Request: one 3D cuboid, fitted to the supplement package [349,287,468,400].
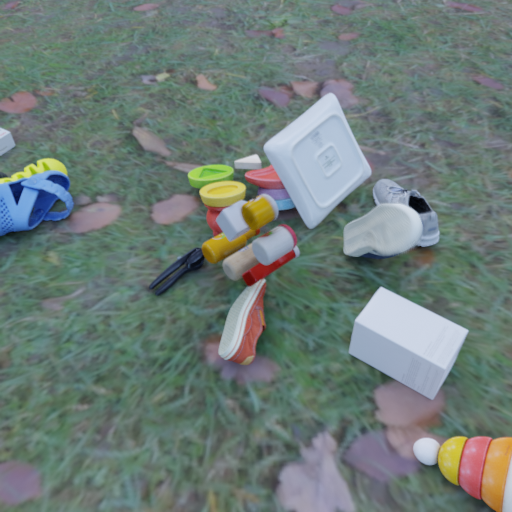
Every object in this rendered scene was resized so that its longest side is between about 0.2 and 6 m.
[{"bbox_3d":[2.478,1.422,9.269,1.574,0.954,0.942,28,53,24],"label":"supplement package"}]

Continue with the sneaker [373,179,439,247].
[{"bbox_3d":[3.196,-1.116,11.701,0.769,0.844,2.059,-17,44,-17],"label":"sneaker"}]

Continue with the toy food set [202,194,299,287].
[{"bbox_3d":[0.094,-0.339,9.720,1.188,2.640,1.260,-31,84,-26],"label":"toy food set"}]

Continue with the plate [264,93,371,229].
[{"bbox_3d":[1.409,-1.957,11.571,2.091,2.096,0.339,-41,25,-20],"label":"plate"}]

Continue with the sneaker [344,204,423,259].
[{"bbox_3d":[2.539,-0.415,10.295,1.027,2.431,0.911,4,87,-16],"label":"sneaker"}]

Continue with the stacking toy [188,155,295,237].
[{"bbox_3d":[-0.284,-1.327,12.189,2.364,0.999,2.140,-17,29,-23],"label":"stacking toy"}]

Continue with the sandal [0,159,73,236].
[{"bbox_3d":[-4.990,-0.957,11.443,2.974,1.182,1.295,-35,60,-27],"label":"sandal"}]

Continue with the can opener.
[{"bbox_3d":[-1.508,0.263,10.757,1.323,0.520,0.419,-37,65,-19],"label":"can opener"}]

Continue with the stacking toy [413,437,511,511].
[{"bbox_3d":[3.021,2.938,7.999,1.532,1.119,1.119,10,45,34],"label":"stacking toy"}]

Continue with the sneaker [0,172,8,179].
[{"bbox_3d":[-6.379,-1.444,12.199,1.881,0.714,0.854,-26,46,-25],"label":"sneaker"}]

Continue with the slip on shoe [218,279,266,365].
[{"bbox_3d":[-0.128,1.131,9.850,0.590,0.714,1.929,35,39,-15],"label":"slip on shoe"}]

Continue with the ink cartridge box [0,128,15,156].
[{"bbox_3d":[-6.529,-2.826,13.660,0.992,0.412,0.728,23,51,20],"label":"ink cartridge box"}]
